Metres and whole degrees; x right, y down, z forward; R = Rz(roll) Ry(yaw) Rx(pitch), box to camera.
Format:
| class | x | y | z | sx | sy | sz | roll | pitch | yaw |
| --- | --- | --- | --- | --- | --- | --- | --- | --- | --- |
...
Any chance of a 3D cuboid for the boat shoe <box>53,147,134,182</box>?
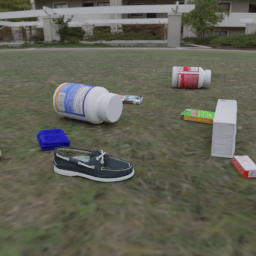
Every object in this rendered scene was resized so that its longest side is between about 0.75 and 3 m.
| class | x | y | z | sx | sy | sz | roll | pitch | yaw |
| --- | --- | --- | --- | --- | --- | --- | --- | --- | --- |
| boat shoe | -0.942 | 0.908 | 7.424 | 2.222 | 0.670 | 0.840 | 2 | 20 | 6 |

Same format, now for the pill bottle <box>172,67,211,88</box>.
| class | x | y | z | sx | sy | sz | roll | pitch | yaw |
| --- | --- | --- | --- | --- | --- | --- | --- | --- | --- |
| pill bottle | 3.924 | -3.152 | 17.487 | 2.293 | 1.287 | 1.287 | 4 | 21 | 9 |

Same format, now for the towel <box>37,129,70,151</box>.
| class | x | y | z | sx | sy | sz | roll | pitch | yaw |
| --- | --- | --- | --- | --- | --- | --- | --- | --- | --- |
| towel | -2.536 | 0.339 | 9.463 | 0.961 | 0.323 | 1.302 | -9 | 22 | -21 |

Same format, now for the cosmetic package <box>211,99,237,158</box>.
| class | x | y | z | sx | sy | sz | roll | pitch | yaw |
| --- | --- | --- | --- | --- | --- | --- | --- | --- | --- |
| cosmetic package | 3.279 | -0.086 | 9.449 | 0.699 | 1.140 | 2.761 | 7 | 22 | 19 |

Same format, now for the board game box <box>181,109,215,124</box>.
| class | x | y | z | sx | sy | sz | roll | pitch | yaw |
| --- | --- | --- | --- | --- | --- | --- | --- | --- | --- |
| board game box | 3.309 | -0.457 | 11.678 | 2.077 | 0.311 | 0.992 | 13 | 23 | 26 |

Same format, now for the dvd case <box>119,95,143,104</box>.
| class | x | y | z | sx | sy | sz | roll | pitch | yaw |
| --- | --- | --- | --- | --- | --- | --- | --- | --- | --- |
| dvd case | -0.100 | -1.495 | 14.639 | 1.600 | 0.176 | 1.168 | 3 | 21 | 11 |

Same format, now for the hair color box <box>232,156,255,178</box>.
| class | x | y | z | sx | sy | sz | roll | pitch | yaw |
| --- | --- | --- | --- | --- | --- | --- | --- | --- | --- |
| hair color box | 3.213 | 1.051 | 7.638 | 0.427 | 0.258 | 0.842 | -1 | 21 | 0 |

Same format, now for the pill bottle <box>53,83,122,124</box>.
| class | x | y | z | sx | sy | sz | roll | pitch | yaw |
| --- | --- | --- | --- | --- | --- | --- | --- | --- | --- |
| pill bottle | -1.601 | -0.985 | 11.358 | 2.648 | 1.484 | 1.484 | 12 | 23 | 30 |
